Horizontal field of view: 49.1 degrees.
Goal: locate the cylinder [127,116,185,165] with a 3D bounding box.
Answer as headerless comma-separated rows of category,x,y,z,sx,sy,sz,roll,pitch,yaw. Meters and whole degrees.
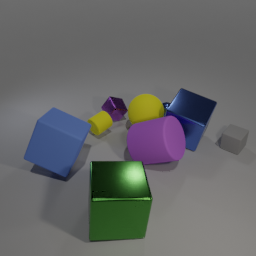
cylinder,0.914,0.421,8.995,1.400,1.400,1.400,-12,21,35

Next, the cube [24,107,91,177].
cube,-2.155,0.403,8.775,1.400,1.400,1.400,25,19,-5

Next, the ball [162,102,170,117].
ball,1.640,-0.756,11.966,0.700,0.700,0.700,0,32,0

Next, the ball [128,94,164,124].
ball,0.690,-0.611,10.805,1.400,1.400,1.400,0,32,0

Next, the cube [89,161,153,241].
cube,-0.271,1.797,7.089,1.400,1.400,1.400,1,32,-9

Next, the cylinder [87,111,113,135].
cylinder,-1.065,-0.192,10.643,0.700,0.700,0.700,28,51,37

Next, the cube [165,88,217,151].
cube,2.162,-0.309,10.112,1.400,1.400,1.400,25,52,16

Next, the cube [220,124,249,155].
cube,3.810,0.401,10.048,0.700,0.700,0.700,25,46,34

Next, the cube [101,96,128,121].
cube,-0.564,-0.793,11.638,0.700,0.700,0.700,5,48,-42
